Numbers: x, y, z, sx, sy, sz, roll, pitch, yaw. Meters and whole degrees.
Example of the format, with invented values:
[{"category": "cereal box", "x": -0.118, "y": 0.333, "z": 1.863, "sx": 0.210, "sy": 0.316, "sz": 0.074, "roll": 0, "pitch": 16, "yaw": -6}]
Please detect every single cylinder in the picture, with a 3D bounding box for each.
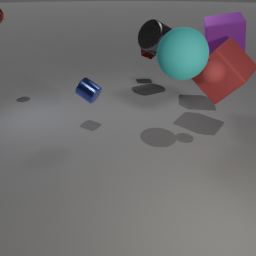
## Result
[{"category": "cylinder", "x": -1.422, "y": -1.352, "z": 10.119, "sx": 0.700, "sy": 0.700, "sz": 0.700, "roll": 35, "pitch": 35, "yaw": 5}, {"category": "cylinder", "x": 1.411, "y": -4.131, "z": 13.047, "sx": 1.400, "sy": 1.400, "sz": 1.400, "roll": 5, "pitch": 16, "yaw": -47}]

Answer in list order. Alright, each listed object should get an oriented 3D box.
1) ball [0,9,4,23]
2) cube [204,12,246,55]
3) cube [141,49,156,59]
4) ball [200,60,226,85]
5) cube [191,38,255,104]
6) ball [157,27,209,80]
[{"category": "ball", "x": -5.048, "y": -4.245, "z": 10.514, "sx": 0.700, "sy": 0.700, "sz": 0.700, "roll": 0, "pitch": 28, "yaw": 0}, {"category": "cube", "x": 3.747, "y": -3.561, "z": 10.951, "sx": 1.400, "sy": 1.400, "sz": 1.400, "roll": -3, "pitch": 34, "yaw": 14}, {"category": "cube", "x": 1.163, "y": -4.252, "z": 15.085, "sx": 0.700, "sy": 0.700, "sz": 0.700, "roll": 12, "pitch": 64, "yaw": -32}, {"category": "ball", "x": 2.465, "y": -1.602, "z": 8.125, "sx": 0.700, "sy": 0.700, "sz": 0.700, "roll": 0, "pitch": 28, "yaw": 0}, {"category": "cube", "x": 3.270, "y": -1.955, "z": 9.634, "sx": 1.400, "sy": 1.400, "sz": 1.400, "roll": 49, "pitch": 50, "yaw": 2}, {"category": "ball", "x": 1.484, "y": -2.020, "z": 7.649, "sx": 1.400, "sy": 1.400, "sz": 1.400, "roll": 0, "pitch": 28, "yaw": 0}]
